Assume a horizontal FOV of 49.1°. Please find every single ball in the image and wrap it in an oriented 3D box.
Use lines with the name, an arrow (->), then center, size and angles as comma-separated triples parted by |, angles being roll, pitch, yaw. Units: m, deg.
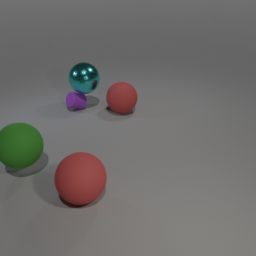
ball -> -3.289, 0.531, 8.497 | 1.400, 1.400, 1.400 | 0, 29, 0
ball -> -1.274, 1.354, 7.588 | 1.400, 1.400, 1.400 | 0, 29, 0
ball -> -1.960, -2.228, 12.558 | 1.400, 1.400, 1.400 | 0, 29, 0
ball -> -0.273, -1.369, 12.551 | 1.400, 1.400, 1.400 | 0, 29, 0

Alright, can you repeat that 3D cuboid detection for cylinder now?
cylinder -> -2.383, -1.264, 12.880 | 0.700, 0.700, 0.700 | 7, 17, -46
